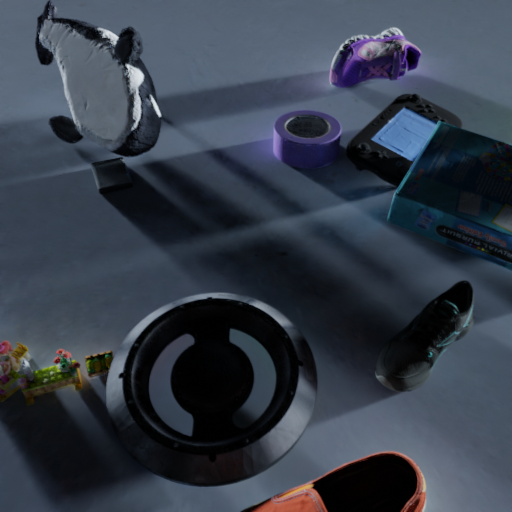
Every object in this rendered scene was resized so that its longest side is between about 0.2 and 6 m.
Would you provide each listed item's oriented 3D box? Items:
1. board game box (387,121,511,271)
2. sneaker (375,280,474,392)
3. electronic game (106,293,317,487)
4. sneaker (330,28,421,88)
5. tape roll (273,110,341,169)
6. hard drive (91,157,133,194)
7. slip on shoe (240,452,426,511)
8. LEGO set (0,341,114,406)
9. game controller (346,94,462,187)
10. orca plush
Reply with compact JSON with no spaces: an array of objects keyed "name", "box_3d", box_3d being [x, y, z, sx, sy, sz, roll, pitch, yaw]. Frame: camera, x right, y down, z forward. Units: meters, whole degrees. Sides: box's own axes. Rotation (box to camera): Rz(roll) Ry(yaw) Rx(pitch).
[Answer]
[{"name":"board game box","box_3d":[3.884,-0.888,8.949,2.886,0.677,2.178,25,54,19]},{"name":"sneaker","box_3d":[2.180,0.967,7.176,0.708,0.745,1.879,34,54,29]},{"name":"electronic game","box_3d":[-0.526,1.480,6.748,2.526,0.526,2.526,-1,49,1]},{"name":"sneaker","box_3d":[2.817,-4.432,12.842,2.604,1.047,1.151,-29,58,-29]},{"name":"tape roll","box_3d":[0.974,-2.261,10.786,1.285,0.546,1.285,0,42,0]},{"name":"hard drive","box_3d":[-2.644,-1.477,10.236,0.608,0.143,0.872,-15,45,-15]},{"name":"slip on shoe","box_3d":[0.474,2.607,5.338,2.677,0.819,0.992,-19,48,-16]},{"name":"LEGO set","box_3d":[-2.815,1.222,6.857,2.067,0.769,0.951,10,44,11]},{"name":"game controller","box_3d":[2.895,-2.272,10.746,1.465,0.591,2.808,27,50,23]},{"name":"orca plush","box_3d":[-3.152,-3.441,11.789,4.877,1.734,2.566,33,96,35]}]
